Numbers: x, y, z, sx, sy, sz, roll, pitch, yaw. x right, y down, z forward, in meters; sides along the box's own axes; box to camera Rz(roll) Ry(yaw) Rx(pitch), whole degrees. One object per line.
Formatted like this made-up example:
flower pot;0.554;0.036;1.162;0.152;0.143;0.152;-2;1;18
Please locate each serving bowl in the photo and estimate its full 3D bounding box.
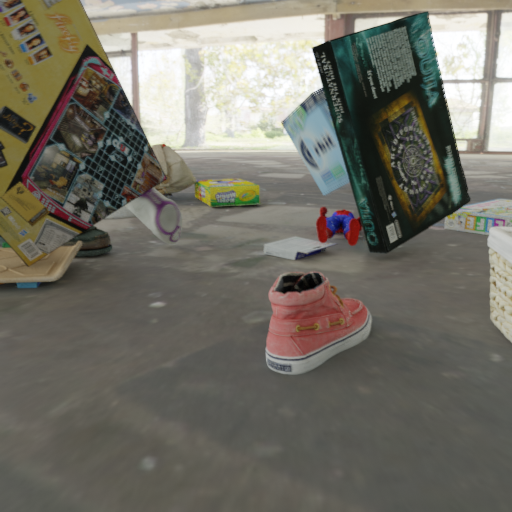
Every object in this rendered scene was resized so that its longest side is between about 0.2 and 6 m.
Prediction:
serving bowl;-3.754;-1.429;14.401;1.977;0.650;1.977;1;13;0

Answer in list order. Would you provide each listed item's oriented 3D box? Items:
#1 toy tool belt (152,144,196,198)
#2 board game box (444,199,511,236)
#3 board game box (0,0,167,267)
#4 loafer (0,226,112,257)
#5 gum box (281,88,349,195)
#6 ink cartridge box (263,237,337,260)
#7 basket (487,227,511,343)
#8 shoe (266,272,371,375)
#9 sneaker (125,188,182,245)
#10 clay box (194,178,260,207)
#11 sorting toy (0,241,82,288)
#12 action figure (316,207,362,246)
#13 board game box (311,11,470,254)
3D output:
toy tool belt;-3.023;-2.569;17.145;1.563;1.588;2.544;-36;35;-6
board game box;5.677;-0.856;12.463;2.638;0.452;1.774;-12;18;-41
board game box;-2.867;-1.751;7.091;2.435;3.595;0.622;-34;51;-12
loafer;-3.797;-0.516;10.194;2.641;0.831;0.949;6;15;25
gum box;1.576;-2.584;12.947;0.465;2.088;1.774;-33;4;-20
ink cartridge box;0.787;-0.119;9.905;0.964;0.196;0.962;12;18;40
basket;3.170;0.419;5.546;1.272;1.158;1.877;1;12;4
shoe;0.707;0.532;5.801;0.639;0.814;1.789;9;16;34
sneaker;-1.990;-0.944;10.304;0.854;1.715;0.642;5;46;51
clay box;-0.851;-1.866;16.389;1.458;0.604;2.538;-5;13;-17
sorting toy;-3.612;0.082;8.751;1.692;0.337;2.290;-6;17;-5
action figure;1.696;-0.673;11.079;0.914;0.722;2.795;0;6;10
board game box;2.427;-2.109;9.561;2.382;3.522;0.496;-27;17;-29
